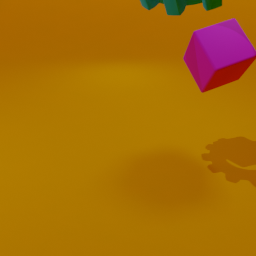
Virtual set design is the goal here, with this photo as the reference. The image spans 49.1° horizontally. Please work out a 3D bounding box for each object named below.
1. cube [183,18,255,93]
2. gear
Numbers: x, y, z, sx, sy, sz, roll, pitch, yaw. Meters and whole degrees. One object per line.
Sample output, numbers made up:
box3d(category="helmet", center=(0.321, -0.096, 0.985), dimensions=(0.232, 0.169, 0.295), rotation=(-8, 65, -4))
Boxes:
box3d(category="cube", center=(1.660, -1.316, 5.187), dimensions=(0.852, 0.852, 0.852), rotation=(-20, 73, -9))
box3d(category="gear", center=(0.954, -2.367, 3.824), dimensions=(1.938, 0.358, 1.938), rotation=(-11, 56, 17))
